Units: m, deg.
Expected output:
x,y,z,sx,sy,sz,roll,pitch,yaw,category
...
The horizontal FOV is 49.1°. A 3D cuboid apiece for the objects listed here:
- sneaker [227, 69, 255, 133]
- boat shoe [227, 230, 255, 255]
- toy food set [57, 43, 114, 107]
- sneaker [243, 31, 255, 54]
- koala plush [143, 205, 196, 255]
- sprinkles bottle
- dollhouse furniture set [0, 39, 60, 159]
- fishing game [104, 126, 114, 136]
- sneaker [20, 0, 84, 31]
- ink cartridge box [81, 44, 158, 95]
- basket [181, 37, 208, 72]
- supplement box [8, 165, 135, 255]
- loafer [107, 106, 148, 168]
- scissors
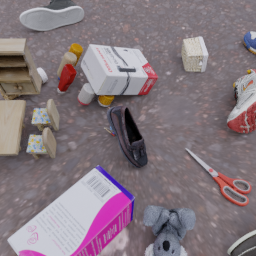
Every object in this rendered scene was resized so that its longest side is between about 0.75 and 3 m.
x,y,z,sx,sy,sz,roll,pitch,yaw,category
3.758,-0.895,8.768,1.193,1.130,2.903,19,48,35,sneaker
3.082,2.470,6.005,1.946,0.694,0.586,-15,47,-15,boat shoe
-1.605,-1.509,9.329,1.224,1.154,2.564,-20,67,-44,toy food set
5.459,-3.165,10.530,0.936,1.096,2.487,-24,53,-17,sneaker
0.871,2.366,6.056,1.082,1.122,1.221,2,71,8,koala plush
-3.506,-1.475,9.454,1.555,0.530,0.530,-36,58,-26,sprinkles bottle
-3.301,-0.688,7.569,2.504,1.898,2.857,-1,62,-2,dollhouse furniture set
-0.224,0.008,8.388,0.940,0.146,0.673,-21,45,-37,fishing game
-3.438,-5.061,12.288,2.724,0.963,1.351,-18,50,-22,sneaker
-0.278,-1.836,8.981,2.012,0.842,1.451,-7,55,-36,ink cartridge box
2.427,-2.707,10.335,0.730,0.803,1.184,-3,50,0,basket
-1.077,2.129,5.967,1.183,1.208,2.337,38,58,26,supplement box
0.092,0.253,7.231,0.576,1.828,0.657,-14,21,42,loafer
2.252,1.255,7.394,2.081,0.145,0.761,32,59,22,scissors
